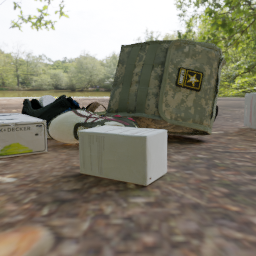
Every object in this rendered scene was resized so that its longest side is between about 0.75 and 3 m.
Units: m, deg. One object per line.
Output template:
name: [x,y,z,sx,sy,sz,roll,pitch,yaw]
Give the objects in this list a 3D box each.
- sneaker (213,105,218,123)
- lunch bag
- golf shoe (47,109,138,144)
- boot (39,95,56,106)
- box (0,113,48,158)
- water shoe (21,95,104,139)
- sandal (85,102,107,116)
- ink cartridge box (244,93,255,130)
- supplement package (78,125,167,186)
sneaker: [2.630,-0.518,9.384,2.091,0.803,1.163,-12,8,-41]
lunch bag: [0.982,-0.998,7.071,2.642,2.167,1.553,4,-14,31]
golf shoe: [-0.747,0.013,5.825,1.965,0.759,0.866,0,9,-1]
boot: [-2.527,-0.514,8.593,0.908,0.699,1.900,-8,-8,9]
box: [-2.556,0.089,5.708,1.215,0.626,2.082,-5,9,-35]
water shoe: [-1.427,-0.281,6.815,2.676,1.056,0.957,1,8,10]
sandal: [-1.575,-0.790,11.972,2.389,0.682,0.949,-3,8,-21]
ink cartridge box: [4.014,-0.467,8.049,0.645,1.103,1.901,0,8,1]
supplement package: [-0.070,0.331,3.887,1.083,0.633,0.635,5,9,31]
